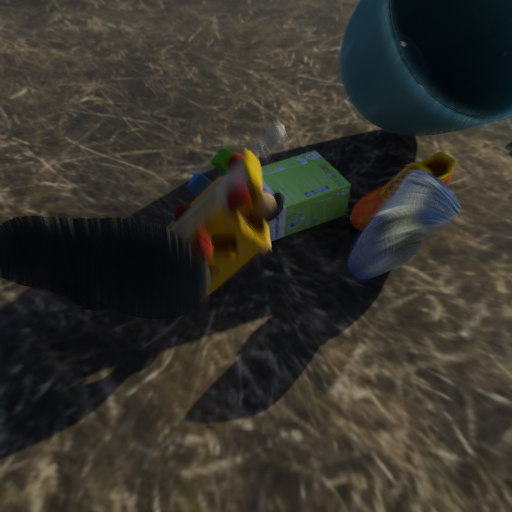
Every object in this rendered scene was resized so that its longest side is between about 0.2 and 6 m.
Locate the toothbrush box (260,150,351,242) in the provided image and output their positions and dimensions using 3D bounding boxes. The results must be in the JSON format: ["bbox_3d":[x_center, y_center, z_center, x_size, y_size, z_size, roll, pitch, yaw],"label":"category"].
[{"bbox_3d":[0.614,-1.053,9.634,1.621,0.698,1.180,-20,48,-21],"label":"toothbrush box"}]

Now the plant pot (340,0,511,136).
[{"bbox_3d":[3.182,-3.848,10.552,3.458,3.458,2.775,-20,3,-19],"label":"plant pot"}]

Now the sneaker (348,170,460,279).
[{"bbox_3d":[2.193,-0.470,8.664,2.500,1.065,0.963,-35,81,-37],"label":"sneaker"}]

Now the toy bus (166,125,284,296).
[{"bbox_3d":[-0.315,-0.474,7.939,2.290,1.183,2.160,-4,52,58],"label":"toy bus"}]

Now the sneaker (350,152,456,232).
[{"bbox_3d":[2.470,-1.150,9.595,2.306,0.890,0.842,-34,58,-26],"label":"sneaker"}]

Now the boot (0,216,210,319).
[{"bbox_3d":[-1.636,0.242,7.039,2.731,2.042,1.028,13,77,16],"label":"boot"}]
